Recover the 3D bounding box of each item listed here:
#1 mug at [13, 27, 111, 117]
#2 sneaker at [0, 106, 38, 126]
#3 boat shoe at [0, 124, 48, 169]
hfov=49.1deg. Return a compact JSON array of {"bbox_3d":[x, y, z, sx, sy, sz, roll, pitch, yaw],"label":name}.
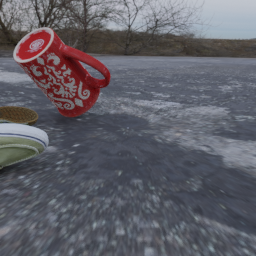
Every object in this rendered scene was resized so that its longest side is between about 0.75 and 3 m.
[{"bbox_3d":[-1.747,-1.656,7.818,2.000,2.253,1.503,-32,51,4],"label":"mug"},{"bbox_3d":[-2.575,-0.045,5.582,1.433,0.643,0.480,-7,52,-42],"label":"sneaker"},{"bbox_3d":[-2.518,0.487,4.687,2.317,0.834,0.719,-7,53,-9],"label":"boat shoe"}]
